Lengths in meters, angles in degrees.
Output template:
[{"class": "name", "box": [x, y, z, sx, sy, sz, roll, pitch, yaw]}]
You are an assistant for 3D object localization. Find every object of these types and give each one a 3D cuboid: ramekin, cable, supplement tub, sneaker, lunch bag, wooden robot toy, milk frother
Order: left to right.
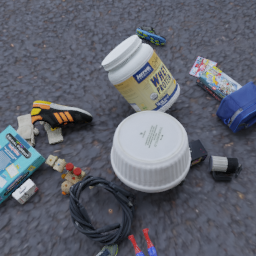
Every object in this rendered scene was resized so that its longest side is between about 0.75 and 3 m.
[{"class": "sneaker", "box": [-2.661, -0.343, 11.279, 2.431, 0.850, 1.094, 13, 77, -15]}, {"class": "wooden robot toy", "box": [-2.148, 1.836, 10.015, 2.307, 1.016, 1.047, 26, 73, 15]}, {"class": "cable", "box": [-0.934, 2.639, 9.204, 2.371, 0.602, 1.934, 30, 68, -9]}, {"class": "sneaker", "box": [-0.820, 4.130, 8.773, 0.501, 0.549, 1.357, 35, 65, 20]}, {"class": "supplement tub", "box": [0.507, -1.965, 10.970, 2.800, 2.022, 2.022, 48, 61, -23]}, {"class": "ramekin", "box": [0.744, 0.627, 9.433, 2.804, 1.306, 2.804, -3, 48, 3]}, {"class": "sneaker", "box": [1.225, -4.779, 14.222, 1.693, 0.600, 0.702, 32, 70, 21]}, {"class": "milk frother", "box": [3.535, 1.403, 10.184, 0.965, 1.026, 0.926, 4, 63, 3]}, {"class": "lunch bag", "box": [4.668, -0.739, 11.286, 2.007, 1.363, 1.328, -30, 63, -17]}]

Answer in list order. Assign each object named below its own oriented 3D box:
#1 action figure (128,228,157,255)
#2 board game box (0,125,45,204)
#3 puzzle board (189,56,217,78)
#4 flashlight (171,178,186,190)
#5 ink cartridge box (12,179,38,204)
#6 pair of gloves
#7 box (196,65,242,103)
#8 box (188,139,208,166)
[{"class": "action figure", "box": [0.812, 4.285, 8.155, 0.825, 0.651, 2.520, -22, 65, -4]}, {"class": "board game box", "box": [-4.628, 1.415, 10.257, 1.903, 0.592, 2.521, 38, 73, 21]}, {"class": "puzzle board", "box": [3.589, -2.845, 13.326, 0.971, 0.112, 1.288, 24, 62, 14]}, {"class": "flashlight", "box": [1.400, 0.943, 10.582, 0.900, 0.897, 2.649, -27, 51, 22]}, {"class": "ink cartridge box", "box": [-3.630, 2.257, 9.919, 0.326, 0.560, 0.768, 38, 66, 21]}, {"class": "pair of gloves", "box": [-3.635, -0.003, 11.451, 1.882, 0.330, 1.600, -9, 59, -4]}, {"class": "box", "box": [4.095, -1.917, 12.560, 1.187, 0.327, 1.737, -38, 69, -20]}, {"class": "box", "box": [2.324, 1.017, 10.648, 1.162, 0.616, 0.711, -20, 61, -13]}]
